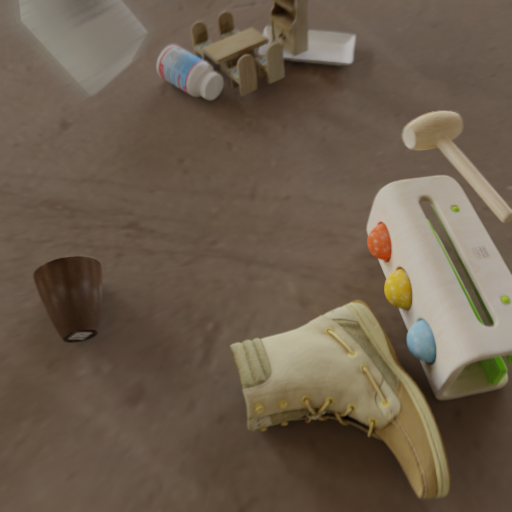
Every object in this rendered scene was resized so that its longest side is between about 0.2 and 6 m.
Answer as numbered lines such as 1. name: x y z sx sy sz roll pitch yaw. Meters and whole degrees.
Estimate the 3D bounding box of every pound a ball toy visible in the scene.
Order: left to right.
1. pound a ball toy: 2.471 -0.056 7.720 1.445 2.219 3.402 -10 55 -7

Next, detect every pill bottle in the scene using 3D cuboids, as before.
1. pill bottle: -1.319 -3.654 11.271 1.310 0.712 0.712 35 61 23

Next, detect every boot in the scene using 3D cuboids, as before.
1. boot: 0.942 1.948 7.016 2.109 0.987 2.713 -16 54 -11

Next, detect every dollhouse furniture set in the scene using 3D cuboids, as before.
1. dollhouse furniture set: -0.061 -4.608 11.370 2.133 1.417 1.869 -30 53 -18

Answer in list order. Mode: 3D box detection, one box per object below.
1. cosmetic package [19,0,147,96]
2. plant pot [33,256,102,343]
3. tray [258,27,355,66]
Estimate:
1. cosmetic package: -1.907 -2.491 6.082 0.702 1.141 1.138 -46 107 -11
2. plant pot: -2.627 0.681 8.072 0.971 0.971 1.039 -14 68 -10
3. tray: 1.106 -4.520 12.206 2.023 0.224 1.086 8 54 6
